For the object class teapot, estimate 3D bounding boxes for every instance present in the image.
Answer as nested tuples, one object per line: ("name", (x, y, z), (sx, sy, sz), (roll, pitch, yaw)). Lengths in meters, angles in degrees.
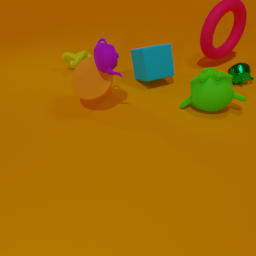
("teapot", (-0.495, -1.717, 6.932), (0.581, 0.738, 1.188), (-16, 74, -17))
("teapot", (3.484, -1.674, 8.768), (1.147, 0.713, 0.561), (9, 52, -22))

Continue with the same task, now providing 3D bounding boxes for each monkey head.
("monkey head", (2.269, -1.062, 7.661), (1.770, 1.067, 1.274), (-5, 26, 14))

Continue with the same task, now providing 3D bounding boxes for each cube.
("cube", (0.763, -2.061, 8.812), (0.972, 0.972, 0.972), (-16, 18, -19))

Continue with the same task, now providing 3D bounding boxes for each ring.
("ring", (3.211, -3.283, 9.402), (2.037, 2.037, 0.407), (-23, 44, -27))

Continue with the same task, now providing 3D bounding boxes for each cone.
("cone", (-0.737, -1.197, 7.930), (1.238, 1.243, 1.238), (-5, 75, 20))

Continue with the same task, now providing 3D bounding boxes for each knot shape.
("knot shape", (-1.638, -2.292, 9.322), (1.092, 0.504, 1.022), (-8, 13, -11))
